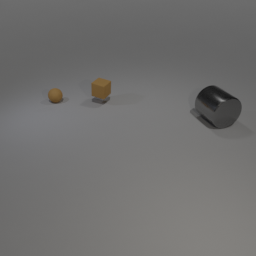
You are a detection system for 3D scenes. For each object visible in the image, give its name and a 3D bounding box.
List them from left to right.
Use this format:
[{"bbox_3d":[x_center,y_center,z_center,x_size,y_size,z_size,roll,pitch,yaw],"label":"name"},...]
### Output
[{"bbox_3d":[-3.547,-1.595,13.674,0.700,0.700,0.700,0,31,0],"label":"ball"},{"bbox_3d":[-1.274,-1.892,13.376,0.700,0.700,0.700,18,38,19],"label":"cube"},{"bbox_3d":[3.788,-0.913,11.855,1.400,1.400,1.400,-11,33,-17],"label":"cylinder"}]
